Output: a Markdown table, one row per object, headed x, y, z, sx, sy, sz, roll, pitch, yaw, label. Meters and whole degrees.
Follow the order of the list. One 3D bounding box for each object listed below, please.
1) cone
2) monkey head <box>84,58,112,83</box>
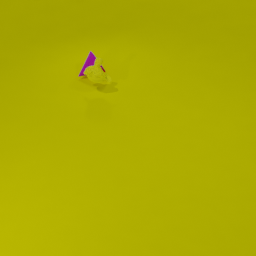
| x | y | z | sx | sy | sz | roll | pitch | yaw | label |
| --- | --- | --- | --- | --- | --- | --- | --- | --- | --- |
| -1.544 | -2.294 | 10.891 | 0.976 | 0.973 | 0.973 | -37 | 49 | 0 | cone |
| -1.072 | -1.990 | 9.798 | 1.102 | 0.664 | 0.793 | 20 | 80 | 14 | monkey head |
